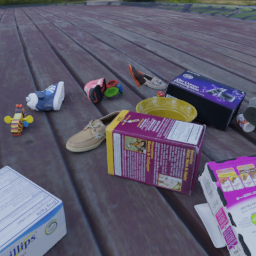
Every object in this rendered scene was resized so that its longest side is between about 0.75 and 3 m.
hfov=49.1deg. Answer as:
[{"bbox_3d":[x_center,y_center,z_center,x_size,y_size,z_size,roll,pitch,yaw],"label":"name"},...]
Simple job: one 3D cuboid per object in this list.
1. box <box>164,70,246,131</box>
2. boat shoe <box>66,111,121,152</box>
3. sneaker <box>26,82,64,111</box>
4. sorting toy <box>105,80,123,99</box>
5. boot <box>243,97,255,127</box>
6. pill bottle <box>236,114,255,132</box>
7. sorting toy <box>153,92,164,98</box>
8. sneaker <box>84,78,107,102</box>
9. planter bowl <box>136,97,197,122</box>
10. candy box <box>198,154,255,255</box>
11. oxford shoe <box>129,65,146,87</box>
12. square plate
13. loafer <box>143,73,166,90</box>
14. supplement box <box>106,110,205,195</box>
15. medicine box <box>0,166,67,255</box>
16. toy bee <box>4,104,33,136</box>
[{"bbox_3d":[3.247,-1.272,11.928,2.837,1.119,2.002,27,37,21],"label":"box"},{"bbox_3d":[-1.206,0.059,10.381,0.914,0.828,2.566,25,39,36],"label":"boat shoe"},{"bbox_3d":[-3.864,-1.546,13.004,1.590,0.875,2.172,2,36,-4],"label":"sneaker"},{"bbox_3d":[-0.663,-1.823,13.927,0.854,0.583,1.421,-12,42,10],"label":"sorting toy"},{"bbox_3d":[5.539,-0.298,11.024,2.200,0.878,2.420,49,26,14],"label":"boot"},{"bbox_3d":[4.682,-0.218,11.213,0.464,0.464,0.827,-3,30,-5],"label":"pill bottle"},{"bbox_3d":[1.905,-1.317,13.056,1.266,0.441,1.259,-4,31,-7],"label":"sorting toy"},{"bbox_3d":[-1.722,-1.795,13.707,0.995,0.845,2.294,-5,23,12],"label":"sneaker"},{"bbox_3d":[1.443,-0.309,10.862,2.293,0.955,2.293,1,31,-1],"label":"planter bowl"},{"bbox_3d":[3.001,1.996,6.240,1.897,0.849,2.782,-8,52,-9],"label":"candy box"},{"bbox_3d":[0.432,-2.501,12.981,0.522,1.440,0.513,-27,58,8],"label":"oxford shoe"},{"bbox_3d":[2.536,2.386,7.088,1.319,0.188,1.307,-7,33,-9],"label":"square plate"},{"bbox_3d":[1.276,-2.508,14.949,1.716,0.539,0.617,24,38,34],"label":"loafer"},{"bbox_3d":[0.811,0.664,8.479,2.674,1.750,1.380,12,33,18],"label":"supplement box"},{"bbox_3d":[-2.943,2.201,6.490,2.225,1.145,2.026,22,37,30],"label":"medicine box"},{"bbox_3d":[-4.389,-0.446,11.201,1.062,0.882,1.622,-14,34,-18],"label":"toy bee"}]
